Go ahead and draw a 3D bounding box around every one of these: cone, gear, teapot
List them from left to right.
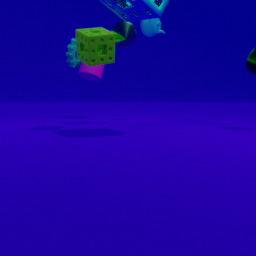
[{"bbox_3d":[-2.375,-3.558,13.165,0.270,1.458,1.458,22,12,16],"label":"gear"},{"bbox_3d":[-0.110,-3.000,9.198,0.885,0.885,0.888,-1,27,-6],"label":"cone"},{"bbox_3d":[0.959,-3.979,10.846,0.692,0.879,1.413,5,-8,33],"label":"teapot"}]

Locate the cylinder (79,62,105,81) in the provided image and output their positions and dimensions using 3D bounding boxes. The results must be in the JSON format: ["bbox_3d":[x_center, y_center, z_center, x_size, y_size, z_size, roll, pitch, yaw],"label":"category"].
[{"bbox_3d":[-1.670,-2.867,13.067,1.056,1.056,1.056,13,-9,2],"label":"cylinder"}]

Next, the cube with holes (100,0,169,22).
[{"bbox_3d":[0.126,-3.239,5.863,1.336,1.336,1.336,27,-2,-36],"label":"cube with holes"}]

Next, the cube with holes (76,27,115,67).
[{"bbox_3d":[-1.090,-2.727,9.354,0.962,0.962,0.962,-16,37,-28],"label":"cube with holes"}]

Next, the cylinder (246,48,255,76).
[{"bbox_3d":[3.907,-1.757,7.754,0.871,0.871,0.871,-3,33,-26],"label":"cylinder"}]
